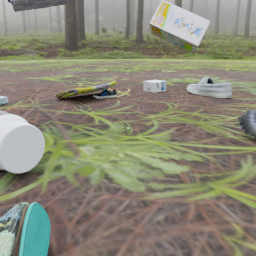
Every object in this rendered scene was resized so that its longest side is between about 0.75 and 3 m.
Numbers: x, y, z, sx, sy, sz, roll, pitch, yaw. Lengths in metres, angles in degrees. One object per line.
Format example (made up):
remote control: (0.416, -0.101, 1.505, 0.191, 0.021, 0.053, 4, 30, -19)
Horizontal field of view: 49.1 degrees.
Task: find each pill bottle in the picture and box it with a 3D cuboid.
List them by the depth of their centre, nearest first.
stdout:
pill bottle: (-2.967, 0.229, 6.402, 2.201, 1.252, 1.252, 13, 22, 38)

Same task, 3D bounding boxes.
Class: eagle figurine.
eagle figurine: (4.902, -0.266, 8.084, 1.970, 1.959, 2.596, 35, -36, -26)

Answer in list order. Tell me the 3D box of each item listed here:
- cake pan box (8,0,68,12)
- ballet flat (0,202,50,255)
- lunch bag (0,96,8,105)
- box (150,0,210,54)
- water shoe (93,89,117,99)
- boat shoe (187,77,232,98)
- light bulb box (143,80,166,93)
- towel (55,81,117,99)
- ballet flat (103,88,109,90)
cake pan box: (-2.807, -4.139, 8.821, 1.910, 0.500, 1.759, -15, 15, -13)
ballet flat: (-1.252, 1.702, 2.629, 0.958, 0.958, 2.582, -3, 15, -9)
lunch bag: (-5.958, -1.259, 12.810, 0.899, 0.346, 0.721, 11, 18, 32)
box: (1.675, -3.320, 9.285, 1.731, 0.877, 0.973, 27, 2, 5)
water shoe: (-1.191, -1.779, 14.269, 1.219, 0.481, 0.436, -4, 17, -12)
boat shoe: (4.314, -2.227, 14.925, 0.929, 0.948, 2.662, -13, 22, -37)
light bulb box: (1.547, -2.419, 16.152, 0.958, 0.598, 0.950, -14, 21, -39)
towel: (-2.097, -1.921, 14.087, 2.723, 0.310, 1.956, -20, 9, -42)
ballet flat: (-1.253, -2.255, 16.161, 0.305, 0.330, 0.935, 10, 17, -19)
